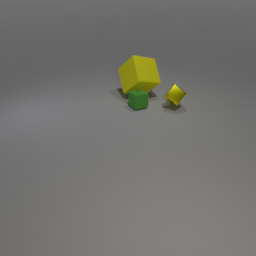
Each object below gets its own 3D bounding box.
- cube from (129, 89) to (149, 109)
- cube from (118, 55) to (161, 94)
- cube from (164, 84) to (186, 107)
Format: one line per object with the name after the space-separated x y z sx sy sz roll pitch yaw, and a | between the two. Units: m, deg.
0.493 -1.361 13.232 0.700 0.700 0.700 -14 29 -26 | cube
0.559 -2.606 14.035 1.400 1.400 1.400 -2 -17 -37 | cube
2.179 -1.487 13.024 0.700 0.700 0.700 39 -3 4 | cube
